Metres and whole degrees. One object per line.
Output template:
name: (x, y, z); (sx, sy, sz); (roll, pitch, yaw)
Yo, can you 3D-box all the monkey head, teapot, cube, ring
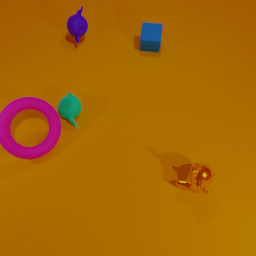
monkey head: (1.775, 1.272, 7.365); (0.943, 1.311, 0.790); (6, 77, 26)
teapot: (-1.776, -3.728, 10.087); (0.782, 1.258, 0.616); (-1, 18, -32)
cube: (0.848, -3.307, 10.244); (0.741, 0.741, 0.741); (6, 76, 5)
ring: (-2.748, 0.006, 7.888); (1.761, 1.761, 0.352); (-40, 24, -22)
teapot: (-1.772, -0.594, 8.757); (0.766, 0.604, 1.233); (-20, 64, 20)
